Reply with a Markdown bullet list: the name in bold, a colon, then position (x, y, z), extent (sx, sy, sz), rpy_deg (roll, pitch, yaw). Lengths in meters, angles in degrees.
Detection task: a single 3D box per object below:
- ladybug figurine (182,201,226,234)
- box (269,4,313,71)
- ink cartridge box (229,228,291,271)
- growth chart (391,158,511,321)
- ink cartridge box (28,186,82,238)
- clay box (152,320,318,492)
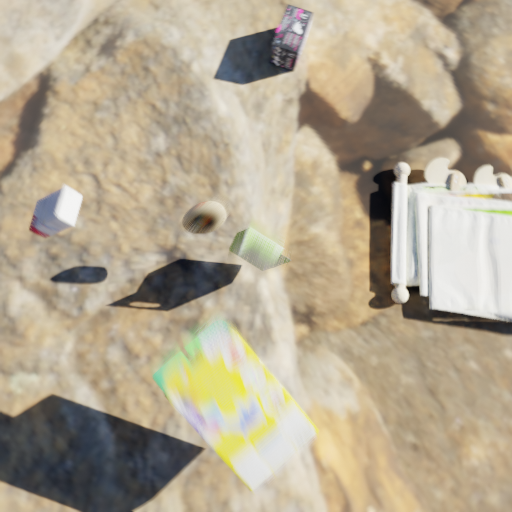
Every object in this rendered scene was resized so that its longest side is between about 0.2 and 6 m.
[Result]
- **ladybug figurine**: position (-0.818, -0.618, 8.784), extent (0.784, 0.532, 0.282), rpy_deg (-23, 38, 25)
- **box**: position (0.676, -4.187, 10.787), extent (0.554, 0.638, 0.966), rpy_deg (20, 75, 1)
- **ink cartridge box**: position (0.114, -0.141, 9.050), extent (0.724, 0.979, 0.371), rpy_deg (32, 67, -19)
- **growth chart**: position (4.273, -0.121, 9.764), extent (4.126, 0.366, 2.986), rpy_deg (13, 74, 4)
- **ink cartridge box**: position (-3.020, -0.645, 8.412), extent (0.762, 0.326, 0.562), rpy_deg (-14, 56, 35)
- **clay box**: position (-0.303, 2.005, 7.762), extent (1.264, 0.524, 2.201), rpy_deg (-40, 102, -7)
